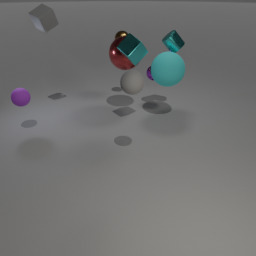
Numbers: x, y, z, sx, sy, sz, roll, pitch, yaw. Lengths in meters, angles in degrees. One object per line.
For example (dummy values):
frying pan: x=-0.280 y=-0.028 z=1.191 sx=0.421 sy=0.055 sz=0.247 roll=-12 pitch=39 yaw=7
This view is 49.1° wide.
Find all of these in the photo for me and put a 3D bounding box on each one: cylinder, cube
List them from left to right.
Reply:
cube: x=-3.293 y=-4.296 z=10.980 sx=0.700 sy=0.700 sz=0.700 roll=35 pitch=69 yaw=26
cube: x=0.166 y=-2.835 z=10.129 sx=0.700 sy=0.700 sz=0.700 roll=46 pitch=6 yaw=29
cylinder: x=1.885 y=-3.583 z=11.664 sx=0.700 sy=0.700 sz=0.700 roll=-38 pitch=21 yaw=17

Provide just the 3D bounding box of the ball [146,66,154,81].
ball: x=1.193 y=-2.538 z=12.897 sx=0.700 sy=0.700 sz=0.700 roll=0 pitch=28 yaw=0

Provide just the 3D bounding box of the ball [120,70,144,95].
ball: x=0.121 y=-1.316 z=8.107 sx=0.700 sy=0.700 sz=0.700 roll=0 pitch=28 yaw=0

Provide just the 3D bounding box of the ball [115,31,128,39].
ball: x=-0.272 y=-4.131 z=12.939 sx=0.700 sy=0.700 sz=0.700 roll=0 pitch=28 yaw=0

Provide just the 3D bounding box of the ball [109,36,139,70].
ball: x=-0.108 y=-3.142 z=11.774 sx=1.400 sy=1.400 sz=1.400 roll=0 pitch=28 yaw=0

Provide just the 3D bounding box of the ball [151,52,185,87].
ball: x=1.631 y=-2.398 z=11.464 sx=1.400 sy=1.400 sz=1.400 roll=0 pitch=28 yaw=0

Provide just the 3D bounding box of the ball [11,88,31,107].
ball: x=-4.038 y=-1.155 z=10.546 sx=0.700 sy=0.700 sz=0.700 roll=0 pitch=28 yaw=0
